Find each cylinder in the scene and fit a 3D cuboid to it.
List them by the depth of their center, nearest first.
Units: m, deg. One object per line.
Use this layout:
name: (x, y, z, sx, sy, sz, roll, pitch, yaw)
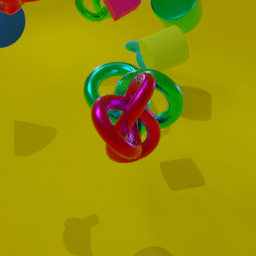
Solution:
cylinder: (0.791, -1.717, 6.224, 0.843, 0.843, 0.843, -24, 46, -5)
cylinder: (1.499, -3.700, 8.468, 1.349, 1.349, 1.349, 19, 7, 20)

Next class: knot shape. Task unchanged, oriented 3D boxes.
knot shape: (-0.012, -0.054, 3.374, 0.567, 1.227, 1.149, 10, 15, 24)
knot shape: (0.117, -0.358, 4.232, 1.465, 1.565, 0.723, -12, -3, 30)
knot shape: (0.464, -1.992, 7.721, 1.017, 0.502, 1.087, 56, 26, 9)
knot shape: (-0.977, -4.425, 9.602, 1.800, 1.924, 0.889, -44, 48, -15)

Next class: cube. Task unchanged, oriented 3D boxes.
cube: (-0.209, -3.726, 8.112, 0.812, 0.812, 0.812, -31, 13, -2)

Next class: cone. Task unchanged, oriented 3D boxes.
cone: (-3.663, -3.010, 7.350, 1.356, 1.356, 1.361, -33, 55, -31)

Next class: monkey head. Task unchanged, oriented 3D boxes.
monkey head: (-1.861, -2.317, 4.538, 0.848, 0.710, 1.178, -20, 66, -19)
